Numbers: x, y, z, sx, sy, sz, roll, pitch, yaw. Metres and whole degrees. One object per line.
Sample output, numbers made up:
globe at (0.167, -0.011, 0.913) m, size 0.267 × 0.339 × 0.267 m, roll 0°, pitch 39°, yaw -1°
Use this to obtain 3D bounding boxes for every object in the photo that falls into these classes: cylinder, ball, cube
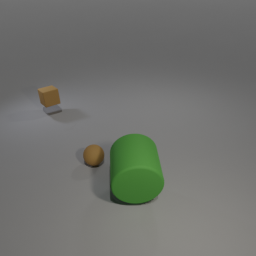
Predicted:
cylinder at (0.207, 1.107, 7.776) m, size 1.400 × 1.400 × 1.400 m, roll -2°, pitch 36°, yaw -3°
ball at (-1.131, 0.893, 9.256) m, size 0.700 × 0.700 × 0.700 m, roll 0°, pitch 29°, yaw 0°
cube at (-3.497, -1.406, 12.413) m, size 0.700 × 0.700 × 0.700 m, roll -21°, pitch 32°, yaw -29°
